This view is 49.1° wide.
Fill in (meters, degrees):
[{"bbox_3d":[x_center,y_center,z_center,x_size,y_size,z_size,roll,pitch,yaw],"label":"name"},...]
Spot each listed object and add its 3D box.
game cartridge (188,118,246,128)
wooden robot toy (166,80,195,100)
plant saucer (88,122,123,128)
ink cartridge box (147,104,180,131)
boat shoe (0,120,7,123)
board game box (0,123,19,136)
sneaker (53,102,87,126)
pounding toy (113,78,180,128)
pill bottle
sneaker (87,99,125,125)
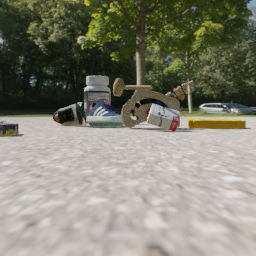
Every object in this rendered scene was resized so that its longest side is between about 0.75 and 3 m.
[{"bbox_3d":[3.512,-0.221,11.487,2.072,0.381,2.350,0,2,11],"label":"game cartridge"},{"bbox_3d":[2.066,-1.358,10.831,1.171,0.531,0.516,-28,16,13],"label":"wooden robot toy"},{"bbox_3d":[-0.902,-0.132,11.423,1.452,0.199,1.452,1,2,0],"label":"plant saucer"},{"bbox_3d":[1.161,-0.350,9.128,0.967,0.401,0.710,16,35,2],"label":"ink cartridge box"},{"bbox_3d":[-4.317,-0.081,9.531,0.328,0.329,0.912,-1,9,-36],"label":"boat shoe"},{"bbox_3d":[-3.485,0.037,7.339,1.081,0.307,0.894,-1,2,-16],"label":"board game box"},{"bbox_3d":[-2.635,-0.510,12.659,1.093,1.019,2.756,-12,3,-29],"label":"sneaker"},{"bbox_3d":[0.636,-0.650,10.248,2.790,1.595,1.601,19,0,-4],"label":"pounding toy"},{"bbox_3d":[-1.707,-1.543,15.594,1.457,2.558,1.457,0,3,0],"label":"pill bottle"},{"bbox_3d":[-0.943,-0.785,12.945,1.036,1.167,2.763,17,-9,-43],"label":"sneaker"}]
